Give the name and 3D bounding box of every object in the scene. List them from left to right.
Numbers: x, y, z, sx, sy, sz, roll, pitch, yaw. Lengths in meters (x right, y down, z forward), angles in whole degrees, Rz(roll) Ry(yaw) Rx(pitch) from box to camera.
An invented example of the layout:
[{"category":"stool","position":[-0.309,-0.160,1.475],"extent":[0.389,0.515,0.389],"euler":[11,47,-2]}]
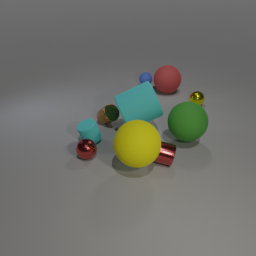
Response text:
[{"category":"ball","position":[-1.387,0.700,9.343],"extent":[0.700,0.700,0.700],"euler":[0,29,0]},{"category":"cylinder","position":[-1.399,0.137,10.151],"extent":[0.700,0.700,0.700],"euler":[-14,37,11]},{"category":"cylinder","position":[-0.804,-0.537,11.281],"extent":[0.700,0.700,0.700],"euler":[-22,-1,-34]},{"category":"ball","position":[0.271,0.463,8.250],"extent":[1.400,1.400,1.400],"euler":[0,29,0]},{"category":"cylinder","position":[0.406,-0.826,10.431],"extent":[1.400,1.400,1.400],"euler":[-25,31,3]},{"category":"ball","position":[0.951,-2.625,14.961],"extent":[0.700,0.700,0.700],"euler":[0,29,0]},{"category":"cylinder","position":[1.127,0.798,9.027],"extent":[0.700,0.700,0.700],"euler":[16,31,3]},{"category":"ball","position":[2.000,-2.481,14.259],"extent":[1.400,1.400,1.400],"euler":[0,29,0]},{"category":"ball","position":[2.094,-0.228,9.826],"extent":[1.400,1.400,1.400],"euler":[0,29,0]},{"category":"ball","position":[3.201,-1.364,13.009],"extent":[0.700,0.700,0.700],"euler":[0,29,0]}]
